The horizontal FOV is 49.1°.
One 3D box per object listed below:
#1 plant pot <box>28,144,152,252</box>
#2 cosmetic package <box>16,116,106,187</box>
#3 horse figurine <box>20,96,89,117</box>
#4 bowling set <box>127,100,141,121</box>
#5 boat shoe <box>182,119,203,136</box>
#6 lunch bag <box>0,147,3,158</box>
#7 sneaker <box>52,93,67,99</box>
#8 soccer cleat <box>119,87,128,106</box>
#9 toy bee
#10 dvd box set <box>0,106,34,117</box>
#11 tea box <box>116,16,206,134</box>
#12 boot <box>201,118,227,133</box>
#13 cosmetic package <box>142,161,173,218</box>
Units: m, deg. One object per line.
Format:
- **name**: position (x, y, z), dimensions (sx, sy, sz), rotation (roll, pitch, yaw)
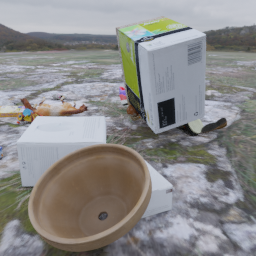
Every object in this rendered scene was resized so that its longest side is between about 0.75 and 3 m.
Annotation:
- **plant pot**: position (-0.626, 1.455, 5.490), dimensions (2.336, 1.078, 2.336), rotation (-10, 35, 7)
- **cosmetic package**: position (-1.701, 0.575, 7.979), dimensions (2.145, 1.319, 2.138), rotation (-1, 20, -3)
- **horse figurine**: position (-3.384, -0.933, 12.872), dimensions (2.917, 0.728, 1.933), rotation (-4, 28, -17)
- **bowling set**: position (0.607, -0.719, 11.863), dimensions (2.812, 1.509, 1.957), rotation (21, 46, 39)
- **boat shoe**: position (2.515, -0.244, 11.356), dimensions (0.733, 0.628, 2.003), rotation (22, 30, -14)
- **lunch bag**: position (-4.517, 0.835, 8.641), dimensions (0.879, 0.415, 1.097), rotation (13, 23, 36)
- **sneaker**: position (-3.926, -1.804, 15.959), dimensions (0.837, 0.340, 0.369), rotation (0, 18, 1)
- **soccer cleat**: position (0.747, -1.853, 13.288), dimensions (2.719, 0.995, 0.927), rotation (-16, 1, 30)
- **toy bee**: position (-4.385, -0.461, 12.009), dimensions (1.387, 0.754, 0.908), rotation (22, -5, 20)
- **dvd box set**: position (-5.437, -0.799, 13.347), dimensions (1.630, 0.240, 1.193), rotation (-2, 20, -6)
- **tea box**: position (1.058, -1.893, 9.475), dimensions (1.926, 2.883, 2.836), rotation (-19, 37, -13)
- **boot**: position (3.255, -0.011, 10.515), dimensions (0.990, 0.373, 0.364), rotation (-24, 46, 12)
- **cosmetic package**: position (0.258, 1.367, 6.787), dimensions (0.950, 0.683, 1.683), rotation (-8, 23, -20)
